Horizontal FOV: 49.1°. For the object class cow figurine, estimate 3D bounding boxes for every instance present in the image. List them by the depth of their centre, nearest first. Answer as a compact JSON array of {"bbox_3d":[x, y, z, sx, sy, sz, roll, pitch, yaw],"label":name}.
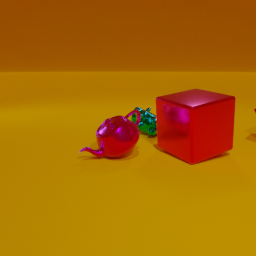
[{"bbox_3d":[0.548,-0.191,7.689,1.200,0.659,1.181,27,13,27],"label":"cow figurine"}]

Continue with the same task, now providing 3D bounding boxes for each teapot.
[{"bbox_3d":[-0.288,0.147,5.586,1.458,0.714,0.906,-41,30,-15],"label":"teapot"}]

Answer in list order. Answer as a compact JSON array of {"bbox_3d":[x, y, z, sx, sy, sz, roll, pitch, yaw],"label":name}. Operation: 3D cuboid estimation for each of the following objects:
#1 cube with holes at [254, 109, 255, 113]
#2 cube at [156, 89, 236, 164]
[{"bbox_3d":[3.559,-0.234,6.511,0.792,0.792,0.792,-28,-15,30],"label":"cube with holes"},{"bbox_3d":[1.335,-0.096,5.666,1.114,1.114,1.114,-15,22,-26],"label":"cube"}]
